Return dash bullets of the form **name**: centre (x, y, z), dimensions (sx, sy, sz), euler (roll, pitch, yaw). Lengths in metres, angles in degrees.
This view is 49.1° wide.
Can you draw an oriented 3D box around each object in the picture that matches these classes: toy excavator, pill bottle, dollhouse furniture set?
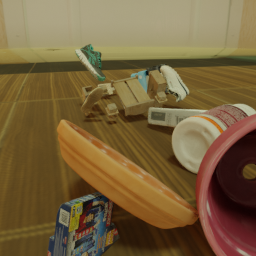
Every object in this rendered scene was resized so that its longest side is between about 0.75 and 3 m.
- **toy excavator**: centre (0.308, -1.983, 12.882), dimensions (2.675, 1.336, 2.601), euler (-4, 14, 28)
- **pill bottle**: centre (2.163, 0.147, 6.580), dimensions (2.204, 1.258, 1.258), euler (-19, 27, -41)
- **dollhouse furniture set**: centre (-0.017, -0.856, 9.879), dimensions (2.882, 1.276, 1.494), euler (-15, 51, -17)

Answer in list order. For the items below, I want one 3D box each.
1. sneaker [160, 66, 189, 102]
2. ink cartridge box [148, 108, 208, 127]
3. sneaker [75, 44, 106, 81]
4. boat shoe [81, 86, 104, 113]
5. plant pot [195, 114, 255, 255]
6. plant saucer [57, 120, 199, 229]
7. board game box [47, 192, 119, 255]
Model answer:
- **sneaker**: centre (1.631, -1.656, 10.381), dimensions (0.588, 1.460, 0.558), euler (-39, 1, -11)
- **ink cartridge box**: centre (2.131, -0.309, 8.749), dimensions (2.386, 0.681, 1.939), euler (4, 3, -41)
- **sneaker**: centre (-1.185, -2.358, 9.842), dimensions (0.744, 1.632, 0.633), euler (-37, -18, -4)
- **boat shoe**: centre (-1.154, -0.953, 8.942), dimensions (0.394, 1.096, 0.355), euler (23, 35, -27)
- **plant pot**: centre (2.013, 0.775, 3.955), dimensions (2.146, 2.146, 1.921), euler (3, 5, 9)
- **plant saucer**: centre (-0.084, 0.750, 4.355), dimensions (2.510, 0.470, 2.510), euler (34, -4, 2)
- **board game box**: centre (-0.527, 1.371, 3.798), dimensions (0.341, 1.104, 1.103), euler (14, 10, 33)
